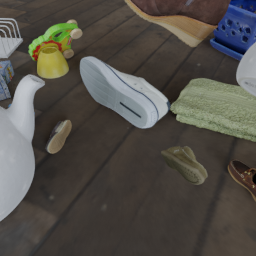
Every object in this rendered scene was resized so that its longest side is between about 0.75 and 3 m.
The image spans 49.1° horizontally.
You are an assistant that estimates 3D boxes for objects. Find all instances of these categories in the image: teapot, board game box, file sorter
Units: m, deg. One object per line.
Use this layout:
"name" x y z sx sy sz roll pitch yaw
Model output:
"teapot" -3.263 0.372 4.935 2.954 2.186 2.993 7 42 8
"teapot" 2.581 -0.985 4.227 1.647 1.218 1.668 25 4 -23
"board game box" -4.118 -1.374 8.184 1.692 0.522 1.693 -24 46 -24
"file sorter" -4.623 -3.265 10.065 1.004 0.901 1.446 4 41 4

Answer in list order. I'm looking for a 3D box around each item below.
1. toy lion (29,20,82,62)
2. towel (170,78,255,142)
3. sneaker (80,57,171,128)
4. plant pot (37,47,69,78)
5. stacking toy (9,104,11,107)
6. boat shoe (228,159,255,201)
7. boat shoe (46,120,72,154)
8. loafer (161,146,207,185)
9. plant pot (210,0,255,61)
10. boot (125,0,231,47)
"toy lion" -2.415 -2.732 9.064 1.507 1.572 0.540 -19 74 -36
"towel" 2.586 -0.565 7.303 2.594 0.473 1.924 19 46 20
"sneaker" -0.150 -1.039 7.564 1.045 1.078 2.952 -25 55 -38
"plant pot" -2.450 -2.150 8.925 1.010 0.717 1.010 0 41 0
"stacking toy" -2.602 -0.117 6.860 0.545 0.577 0.994 -12 56 -8
"boat shoe" 2.488 1.020 5.529 0.443 0.442 1.258 -19 43 -17
"boat shoe" -1.664 0.192 6.556 0.333 0.369 1.027 1 44 22
"loafer" 0.828 0.465 4.052 0.360 0.406 1.069 -35 21 -9
"plant pot" 4.081 -3.469 9.657 1.928 1.733 1.928 -25 46 -25
"boot" 1.003 -2.726 5.255 2.059 1.713 0.745 34 41 1
